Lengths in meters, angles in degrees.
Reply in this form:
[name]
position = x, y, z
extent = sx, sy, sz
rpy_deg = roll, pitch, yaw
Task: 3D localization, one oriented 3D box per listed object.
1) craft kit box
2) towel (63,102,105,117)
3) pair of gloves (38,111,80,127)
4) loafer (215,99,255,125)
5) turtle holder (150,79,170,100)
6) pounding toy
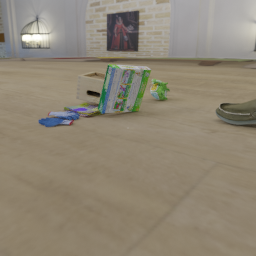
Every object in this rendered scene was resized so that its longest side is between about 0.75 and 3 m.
[craft kit box]
position = -0.121, -1.336, 9.697
extent = 1.642, 1.663, 0.403
rpy_deg = -3, 33, -35
[towel]
position = -1.524, -0.699, 10.439
extent = 1.157, 0.183, 1.611
rpy_deg = -17, 24, -41
[pair of gloves]
position = -2.242, -0.294, 9.174
extent = 1.122, 0.159, 1.395
rpy_deg = 4, 22, 6
[loafer]
position = 3.836, -0.584, 8.492
extent = 2.331, 0.812, 0.876
rpy_deg = 8, 35, 33
[turtle holder]
position = 1.338, -1.651, 12.257
extent = 0.713, 0.763, 1.004
rpy_deg = 5, -8, 28
[pounding toy]
position = -1.229, -1.503, 11.376
extent = 1.850, 1.315, 1.703
rpy_deg = 14, 21, 15
